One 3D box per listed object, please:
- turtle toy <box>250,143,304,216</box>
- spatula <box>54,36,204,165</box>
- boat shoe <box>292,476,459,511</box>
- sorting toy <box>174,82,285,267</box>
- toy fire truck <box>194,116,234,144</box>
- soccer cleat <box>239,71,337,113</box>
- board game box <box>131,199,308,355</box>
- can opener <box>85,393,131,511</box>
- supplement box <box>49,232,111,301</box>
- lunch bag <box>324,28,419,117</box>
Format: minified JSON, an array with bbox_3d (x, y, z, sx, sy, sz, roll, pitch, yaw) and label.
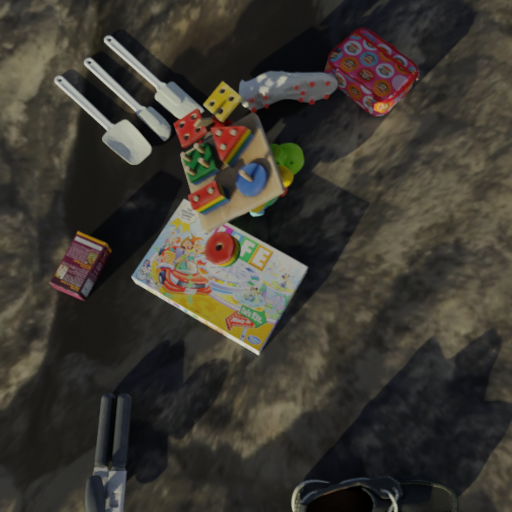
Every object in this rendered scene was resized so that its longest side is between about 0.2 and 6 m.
[{"bbox_3d":[0.137,-1.640,11.525,2.033,1.028,1.482,-42,62,-8],"label":"turtle toy"},{"bbox_3d":[-3.003,-3.599,12.639,3.105,0.249,2.159,43,78,13],"label":"spatula"},{"bbox_3d":[2.102,4.348,9.632,2.904,0.982,1.043,0,70,-2],"label":"boat shoe"},{"bbox_3d":[-0.638,-1.783,10.779,1.813,0.636,3.760,-26,66,19],"label":"sorting toy"},{"bbox_3d":[-0.930,-2.457,11.623,1.099,0.707,0.967,26,107,-30],"label":"toy fire truck"},{"bbox_3d":[0.690,-3.804,12.452,2.207,0.765,0.856,-11,60,-3],"label":"soccer cleat"},{"bbox_3d":[-0.712,0.385,11.168,2.903,0.497,1.951,29,74,9],"label":"board game box"},{"bbox_3d":[-2.625,3.583,9.982,0.597,0.748,2.236,1,72,0],"label":"can opener"},{"bbox_3d":[-3.502,0.210,11.223,0.657,0.510,1.190,22,73,6],"label":"supplement box"},{"bbox_3d":[2.651,-4.198,12.607,1.851,0.758,1.630,41,72,12],"label":"lunch bag"}]
